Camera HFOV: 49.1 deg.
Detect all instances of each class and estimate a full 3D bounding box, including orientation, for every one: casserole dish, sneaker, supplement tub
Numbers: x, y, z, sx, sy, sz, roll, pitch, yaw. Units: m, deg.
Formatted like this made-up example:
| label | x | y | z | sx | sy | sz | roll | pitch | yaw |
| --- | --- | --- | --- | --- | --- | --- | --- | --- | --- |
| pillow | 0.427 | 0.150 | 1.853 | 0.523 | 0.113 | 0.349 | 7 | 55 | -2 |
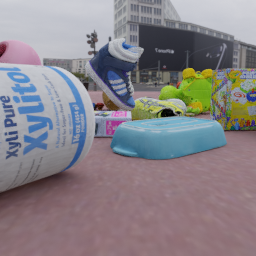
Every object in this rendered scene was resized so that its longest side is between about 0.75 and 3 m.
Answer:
| label | x | y | z | sx | sy | sz | roll | pitch | yaw |
| --- | --- | --- | --- | --- | --- | --- | --- | --- | --- |
| casserole dish | 0.869 | 0.114 | 5.775 | 2.650 | 0.514 | 1.605 | -8 | 12 | -37 |
| sneaker | -0.013 | -1.650 | 8.595 | 1.659 | 2.266 | 0.913 | -34 | 34 | 18 |
| supplement tub | -1.622 | 0.008 | 3.171 | 1.508 | 1.508 | 2.286 | 6 | 11 | 33 |
| sneaker | 0.842 | -0.588 | 9.377 | 2.143 | 0.808 | 0.819 | -4 | 21 | 20 |

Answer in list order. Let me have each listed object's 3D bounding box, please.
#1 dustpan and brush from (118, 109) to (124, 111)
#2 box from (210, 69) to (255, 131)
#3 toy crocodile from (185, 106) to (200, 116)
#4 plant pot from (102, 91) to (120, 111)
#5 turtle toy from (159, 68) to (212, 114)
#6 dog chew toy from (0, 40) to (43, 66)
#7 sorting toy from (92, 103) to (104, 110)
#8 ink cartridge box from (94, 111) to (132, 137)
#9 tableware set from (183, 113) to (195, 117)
| label | x | y | z | sx | sy | sz | roll | pitch | yaw |
| --- | --- | --- | --- | --- | --- | --- | --- | --- | --- |
| dustpan and brush | -0.019 | -0.898 | 12.980 | 0.888 | 0.254 | 0.620 | 3 | 9 | 17 |
| box | 3.371 | -0.823 | 7.936 | 1.724 | 1.660 | 1.051 | 0 | 9 | -5 |
| toy crocodile | 2.356 | -0.719 | 11.077 | 0.383 | 0.350 | 1.135 | 37 | -9 | -27 |
| plant pot | -0.675 | -1.338 | 13.345 | 1.224 | 1.224 | 1.314 | 0 | 24 | 1 |
| turtle toy | 2.628 | -1.412 | 11.895 | 2.693 | 1.963 | 1.361 | -3 | -13 | -25 |
| dog chew toy | -3.550 | -1.666 | 9.987 | 1.863 | 1.863 | 2.992 | 5 | -25 | 29 |
| sorting toy | -1.532 | -0.990 | 13.553 | 0.528 | 0.361 | 0.879 | 12 | -13 | -41 |
| ink cartridge box | -1.287 | -0.146 | 7.347 | 2.768 | 0.581 | 1.652 | -2 | 8 | 1 |
| tableware set | 1.950 | -0.474 | 10.673 | 0.756 | 0.172 | 1.123 | -7 | 12 | -25 |
